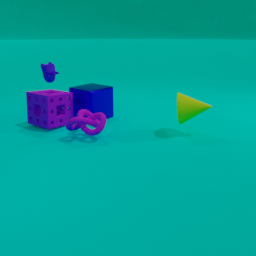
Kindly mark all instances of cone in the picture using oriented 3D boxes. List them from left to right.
[{"bbox_3d":[1.836,-0.553,7.615,0.892,0.889,0.889,-3,18,17],"label":"cone"}]

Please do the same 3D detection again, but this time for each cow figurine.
[{"bbox_3d":[-2.852,-1.976,10.203,0.560,1.020,1.003,-16,53,-19],"label":"cow figurine"}]

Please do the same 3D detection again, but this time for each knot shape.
[{"bbox_3d":[-1.172,-0.148,7.537,1.027,0.507,1.097,-11,22,-24],"label":"knot shape"}]

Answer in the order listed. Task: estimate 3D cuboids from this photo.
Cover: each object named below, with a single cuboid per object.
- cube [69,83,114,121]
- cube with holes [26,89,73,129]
[{"bbox_3d":[-1.191,-0.841,9.206,1.041,1.041,1.041,15,24,36],"label":"cube"},{"bbox_3d":[-2.365,-0.605,8.504,0.963,0.963,0.963,13,18,33],"label":"cube with holes"}]
